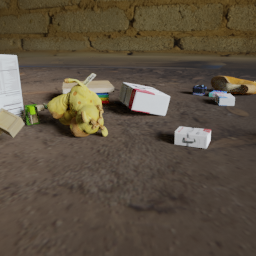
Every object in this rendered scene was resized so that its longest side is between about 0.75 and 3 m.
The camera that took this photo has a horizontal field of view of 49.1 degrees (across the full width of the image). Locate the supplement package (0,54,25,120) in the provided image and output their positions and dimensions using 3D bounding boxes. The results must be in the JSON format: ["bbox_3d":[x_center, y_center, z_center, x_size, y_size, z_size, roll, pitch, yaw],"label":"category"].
[{"bbox_3d":[-5.426,-1.466,10.492,2.362,2.470,1.817,13,22,37],"label":"supplement package"}]

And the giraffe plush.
[{"bbox_3d":[-1.408,-0.442,9.133,1.846,2.139,1.734,4,47,-38],"label":"giraffe plush"}]

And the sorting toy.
[{"bbox_3d":[-2.033,-1.785,14.088,2.400,0.835,2.386,-4,18,-11],"label":"sorting toy"}]

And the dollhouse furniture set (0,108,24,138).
[{"bbox_3d":[-4.504,0.295,8.160,2.315,1.287,2.047,26,63,11],"label":"dollhouse furniture set"}]

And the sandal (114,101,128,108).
[{"bbox_3d":[-0.191,-1.065,12.941,0.430,0.242,1.132,-2,12,-38],"label":"sandal"}]

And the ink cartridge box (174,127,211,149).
[{"bbox_3d":[1.958,0.273,8.478,0.970,0.402,0.712,7,19,25],"label":"ink cartridge box"}]

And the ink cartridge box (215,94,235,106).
[{"bbox_3d":[4.664,-1.379,13.522,0.715,0.419,0.990,1,17,6],"label":"ink cartridge box"}]

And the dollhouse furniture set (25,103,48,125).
[{"bbox_3d":[-2.941,-0.531,10.274,1.439,0.722,0.943,-11,14,-31],"label":"dollhouse furniture set"}]

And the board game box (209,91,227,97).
[{"bbox_3d":[4.920,-1.856,15.316,0.715,0.212,0.941,11,21,29],"label":"board game box"}]

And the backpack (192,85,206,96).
[{"bbox_3d":[4.028,-2.146,15.702,0.706,0.521,0.774,9,21,25],"label":"backpack"}]

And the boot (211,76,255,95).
[{"bbox_3d":[6.383,-2.429,16.226,1.918,0.943,2.679,-7,22,-37],"label":"boot"}]

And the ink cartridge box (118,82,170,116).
[{"bbox_3d":[0.629,-1.294,12.046,1.527,0.877,2.103,7,16,-20],"label":"ink cartridge box"}]
